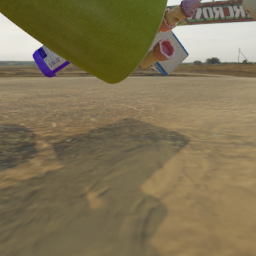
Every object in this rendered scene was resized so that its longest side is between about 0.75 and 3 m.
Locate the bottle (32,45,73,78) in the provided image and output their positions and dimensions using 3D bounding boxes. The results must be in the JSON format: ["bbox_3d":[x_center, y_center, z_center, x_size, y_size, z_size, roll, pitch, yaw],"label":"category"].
[{"bbox_3d":[-2.028,-2.870,9.866,2.623,1.096,0.856,-34,-2,3],"label":"bottle"}]

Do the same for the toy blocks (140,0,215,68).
[{"bbox_3d":[0.422,-2.937,6.098,2.177,2.329,1.961,21,-22,-31],"label":"toy blocks"}]

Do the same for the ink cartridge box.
[{"bbox_3d":[0.750,-3.253,10.424,1.957,1.140,2.707,44,4,-29],"label":"ink cartridge box"}]

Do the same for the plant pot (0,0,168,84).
[{"bbox_3d":[-1.193,-2.603,5.480,2.927,2.739,2.739,14,4,-31],"label":"plant pot"}]

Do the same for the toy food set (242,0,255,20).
[{"bbox_3d":[2.421,-2.285,4.702,0.285,0.942,0.676,35,29,-22],"label":"toy food set"}]
